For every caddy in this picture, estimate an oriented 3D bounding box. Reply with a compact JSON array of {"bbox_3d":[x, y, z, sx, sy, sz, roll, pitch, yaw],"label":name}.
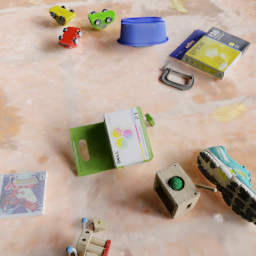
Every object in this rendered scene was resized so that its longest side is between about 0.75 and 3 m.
[{"bbox_3d":[0.568,-3.640,10.886,2.050,1.076,1.449,-3,31,-1],"label":"caddy"}]

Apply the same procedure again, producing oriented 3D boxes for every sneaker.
[{"bbox_3d":[2.903,1.387,7.337,0.981,0.955,2.463,-19,56,-24],"label":"sneaker"}]

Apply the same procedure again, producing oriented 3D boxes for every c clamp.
[{"bbox_3d":[1.828,-1.892,10.126,1.356,0.184,1.159,28,59,19],"label":"c clamp"}]

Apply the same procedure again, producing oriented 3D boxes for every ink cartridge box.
[{"bbox_3d":[-0.507,0.410,7.795,2.069,0.784,1.529,-13,78,-9],"label":"ink cartridge box"},{"bbox_3d":[3.157,-3.051,10.779,2.278,0.535,2.251,33,61,20],"label":"ink cartridge box"}]

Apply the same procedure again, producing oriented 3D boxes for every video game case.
[{"bbox_3d":[-2.890,1.768,7.492,1.361,0.156,1.240,-4,55,-3],"label":"video game case"}]

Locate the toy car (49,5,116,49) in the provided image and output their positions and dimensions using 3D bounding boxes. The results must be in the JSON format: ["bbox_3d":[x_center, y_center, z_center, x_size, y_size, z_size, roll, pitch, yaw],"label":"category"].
[{"bbox_3d":[-1.759,-4.280,11.596,2.619,0.621,2.783,-16,56,-12],"label":"toy car"}]

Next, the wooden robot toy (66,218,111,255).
[{"bbox_3d":[-0.954,2.875,6.247,0.876,0.902,1.988,24,17,2],"label":"wooden robot toy"}]

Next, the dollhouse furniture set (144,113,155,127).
[{"bbox_3d":[0.203,0.097,8.678,1.330,0.514,0.665,-41,70,-4],"label":"dollhouse furniture set"}]

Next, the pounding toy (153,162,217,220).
[{"bbox_3d":[1.343,1.529,6.967,0.907,1.275,1.174,-24,58,-16],"label":"pounding toy"}]
